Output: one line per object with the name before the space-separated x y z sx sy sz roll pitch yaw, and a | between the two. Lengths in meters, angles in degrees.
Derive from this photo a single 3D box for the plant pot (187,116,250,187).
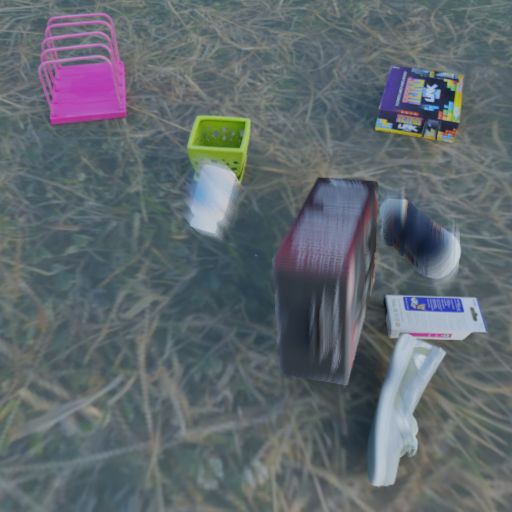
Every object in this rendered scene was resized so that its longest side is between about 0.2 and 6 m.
plant pot | -0.780 -2.244 12.259 1.223 1.115 1.229 5 46 4

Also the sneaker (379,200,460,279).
sneaker | 2.575 -0.339 9.265 0.830 0.820 2.091 30 16 -16

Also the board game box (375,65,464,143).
board game box | 4.164 -3.899 14.158 1.916 0.657 2.318 13 48 11

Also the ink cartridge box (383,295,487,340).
ink cartridge box | 3.064 1.060 9.680 1.621 0.301 0.768 0 46 3

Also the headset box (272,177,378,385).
headset box | 1.109 0.363 8.532 1.090 2.101 2.824 6 34 17

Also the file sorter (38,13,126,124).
file sorter | -4.451 -4.902 14.407 1.853 1.673 2.667 -8 47 -7

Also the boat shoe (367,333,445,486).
boat shoe | 2.173 2.204 8.150 0.782 0.899 2.440 16 46 15

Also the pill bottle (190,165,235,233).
pill bottle | -0.654 -0.824 8.147 0.498 0.498 0.916 18 93 16
